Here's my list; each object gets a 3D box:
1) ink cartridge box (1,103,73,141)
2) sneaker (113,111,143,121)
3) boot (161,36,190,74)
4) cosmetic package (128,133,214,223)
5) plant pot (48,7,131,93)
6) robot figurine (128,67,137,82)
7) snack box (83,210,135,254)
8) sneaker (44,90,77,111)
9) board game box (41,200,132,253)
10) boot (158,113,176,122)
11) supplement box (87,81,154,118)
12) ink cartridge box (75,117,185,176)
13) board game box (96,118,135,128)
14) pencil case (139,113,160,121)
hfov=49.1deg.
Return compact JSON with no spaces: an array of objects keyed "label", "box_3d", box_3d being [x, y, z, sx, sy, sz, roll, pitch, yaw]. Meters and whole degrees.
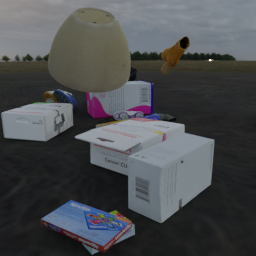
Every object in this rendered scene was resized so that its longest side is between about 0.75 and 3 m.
[{"label":"ink cartridge box","box_3d":[-3.193,-0.297,10.196,1.616,0.933,2.221,3,15,12]},{"label":"sneaker","box_3d":[-0.034,-0.481,12.046,1.334,0.500,0.665,1,3,-23]},{"label":"boot","box_3d":[2.175,-3.452,12.489,0.778,1.582,2.210,31,41,-11]},{"label":"cosmetic package","box_3d":[0.903,0.861,5.506,0.795,1.106,1.959,13,22,41]},{"label":"plant pot","box_3d":[-1.178,-2.756,9.193,2.842,1.908,2.842,7,42,-6]},{"label":"robot figurine","box_3d":[-0.498,-2.990,17.661,1.677,2.019,2.687,4,-24,-25]},{"label":"snack box","box_3d":[-0.359,1.600,4.378,0.778,0.206,0.553,-12,16,-33]},{"label":"sneaker","box_3d":[-3.249,-1.510,14.520,1.308,1.117,2.967,-11,19,-36]},{"label":"board game box","box_3d":[-0.658,1.459,4.302,1.295,0.126,0.667,7,20,35]},{"label":"boot","box_3d":[1.573,-0.418,11.980,0.940,0.318,0.614,-11,24,-32]},{"label":"supplement box","box_3d":[-0.410,-1.425,13.439,2.943,1.489,1.521,-5,16,-19]},{"label":"ink cartridge box","box_3d":[0.135,0.464,7.302,1.618,0.938,2.779,11,17,36]},{"label":"board game box","box_3d":[-0.004,0.011,10.207,1.945,0.333,1.308,-12,19,-38]},{"label":"pencil case","box_3d":[0.871,-0.355,11.455,1.006,0.437,0.393,-11,57,-33]}]
